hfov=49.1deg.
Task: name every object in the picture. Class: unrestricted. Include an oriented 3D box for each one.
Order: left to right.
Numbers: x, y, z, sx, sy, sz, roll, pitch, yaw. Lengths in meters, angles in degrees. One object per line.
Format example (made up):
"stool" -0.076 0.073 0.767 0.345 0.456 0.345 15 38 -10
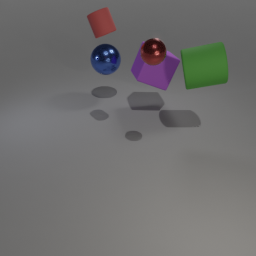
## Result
"cylinder" -0.795 -3.179 8.486 0.700 0.700 0.700 -20 18 7
"ball" -1.024 -3.145 12.857 1.400 1.400 1.400 0 31 0
"ball" 0.672 -2.014 7.431 0.700 0.700 0.700 0 31 0
"cube" 1.114 -2.638 11.888 1.400 1.400 1.400 16 24 -20
"cylinder" 2.610 -2.128 9.670 1.400 1.400 1.400 -8 30 12
